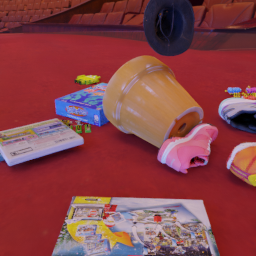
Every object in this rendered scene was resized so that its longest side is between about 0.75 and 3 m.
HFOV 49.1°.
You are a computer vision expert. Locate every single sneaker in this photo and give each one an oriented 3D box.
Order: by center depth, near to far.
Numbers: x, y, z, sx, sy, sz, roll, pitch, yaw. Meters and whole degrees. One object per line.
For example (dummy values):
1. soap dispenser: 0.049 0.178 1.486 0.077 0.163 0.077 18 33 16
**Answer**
1. sneaker: 3.670 0.719 7.006 2.806 1.024 1.082 -21 46 -27
2. sneaker: 1.832 0.605 7.483 2.269 0.836 0.984 -22 47 -36
3. sneaker: 4.525 -0.368 9.320 2.649 1.030 1.853 -7 24 8

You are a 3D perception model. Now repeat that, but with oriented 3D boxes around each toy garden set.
1. toy garden set: -1.829 -0.097 9.507 1.096 0.219 0.913 -4 24 -9

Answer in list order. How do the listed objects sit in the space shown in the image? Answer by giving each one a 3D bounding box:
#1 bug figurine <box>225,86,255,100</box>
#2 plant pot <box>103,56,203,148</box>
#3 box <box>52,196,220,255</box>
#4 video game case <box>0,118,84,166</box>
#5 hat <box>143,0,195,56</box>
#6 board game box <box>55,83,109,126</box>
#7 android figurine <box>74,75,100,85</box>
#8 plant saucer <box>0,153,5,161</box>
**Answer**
1. bug figurine: 5.301 -1.479 12.315 1.525 0.506 1.966 -3 23 -6
2. plant pot: 0.865 -0.533 8.228 2.437 2.437 2.231 -18 45 -35
3. box: 0.136 1.876 4.667 2.511 0.473 1.715 1 24 3
4. video game case: -2.593 0.312 7.963 2.050 0.226 1.867 -17 29 -32
5. hat: 0.937 -2.637 7.287 1.691 1.691 0.682 -14 17 -29
6. board game box: -1.055 -1.046 11.132 2.190 0.648 2.880 15 28 30
7. android figurine: -2.172 -2.650 15.279 1.424 0.292 1.296 -22 32 -37
8. plant saucer: -3.386 0.574 7.939 2.890 0.274 1.010 -15 28 -34
